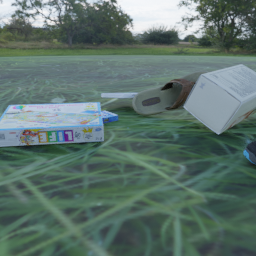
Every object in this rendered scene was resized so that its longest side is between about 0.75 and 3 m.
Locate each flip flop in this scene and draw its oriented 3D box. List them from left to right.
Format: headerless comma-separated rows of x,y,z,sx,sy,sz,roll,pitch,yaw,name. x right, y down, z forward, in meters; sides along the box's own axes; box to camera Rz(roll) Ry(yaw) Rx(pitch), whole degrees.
1.464,-1.126,9.050,2.735,1.109,0.787,-15,-9,-1,flip flop

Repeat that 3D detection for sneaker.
3.426,0.197,5.488,2.328,0.953,0.852,-8,27,-2,sneaker

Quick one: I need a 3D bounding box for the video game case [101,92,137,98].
-0.015,-1.210,10.303,1.395,0.179,1.534,-6,9,-34,video game case

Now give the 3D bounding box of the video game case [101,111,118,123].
-0.870,-0.338,8.814,0.848,0.193,0.768,-13,21,-36,video game case

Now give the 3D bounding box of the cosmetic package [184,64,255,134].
3.059,-0.945,8.279,2.673,1.166,1.382,-19,54,-43,cosmetic package

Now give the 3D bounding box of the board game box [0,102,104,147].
-1.982,-0.159,7.413,2.582,0.442,1.736,-3,25,-7,board game box
